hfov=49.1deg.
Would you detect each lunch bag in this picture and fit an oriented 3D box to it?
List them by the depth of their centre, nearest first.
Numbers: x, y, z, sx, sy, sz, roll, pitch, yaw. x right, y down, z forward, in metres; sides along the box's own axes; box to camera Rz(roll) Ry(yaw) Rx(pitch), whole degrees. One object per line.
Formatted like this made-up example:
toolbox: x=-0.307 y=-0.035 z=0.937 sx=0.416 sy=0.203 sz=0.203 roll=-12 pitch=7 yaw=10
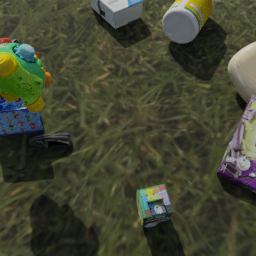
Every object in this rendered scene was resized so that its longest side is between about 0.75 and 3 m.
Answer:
lunch bag: x=-3.326 y=-0.291 z=8.049 sx=1.467 sy=1.105 sz=0.690 roll=-16 pitch=56 yaw=-11

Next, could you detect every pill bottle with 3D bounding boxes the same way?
pill bottle: x=2.428 y=-4.501 z=10.754 sx=1.401 sy=1.401 sz=2.484 roll=24 pitch=59 yaw=16

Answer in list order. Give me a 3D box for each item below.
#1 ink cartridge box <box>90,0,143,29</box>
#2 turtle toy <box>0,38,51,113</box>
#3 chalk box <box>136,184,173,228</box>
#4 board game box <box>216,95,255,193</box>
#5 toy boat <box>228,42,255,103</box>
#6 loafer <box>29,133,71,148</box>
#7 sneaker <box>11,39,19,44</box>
ink cartridge box: x=-0.507 y=-5.096 z=11.512 sx=1.376 sy=0.794 sz=1.897 roll=-30 pitch=61 yaw=-19
turtle toy: x=-2.719 y=-1.411 z=6.501 sx=2.235 sy=1.629 sz=1.130 roll=22 pitch=65 yaw=26
chalk box: x=0.606 y=1.809 z=6.596 sx=0.707 sy=1.133 sz=0.702 roll=-10 pitch=56 yaw=-7
board game box: x=3.684 y=0.457 z=7.704 sx=1.567 sy=0.422 sz=2.611 roll=26 pitch=71 yaw=12
toy boat: x=4.850 y=-1.801 z=8.740 sx=2.968 sy=1.379 sz=2.495 roll=-32 pitch=73 yaw=13
loafer: x=-2.225 y=0.403 z=8.017 sx=1.169 sy=0.420 sz=0.368 roll=-9 pitch=62 yaw=-9
sneaker: x=-4.506 y=-2.920 z=10.336 sx=0.471 sy=0.400 sz=1.075 roll=11 pitch=45 yaw=20
